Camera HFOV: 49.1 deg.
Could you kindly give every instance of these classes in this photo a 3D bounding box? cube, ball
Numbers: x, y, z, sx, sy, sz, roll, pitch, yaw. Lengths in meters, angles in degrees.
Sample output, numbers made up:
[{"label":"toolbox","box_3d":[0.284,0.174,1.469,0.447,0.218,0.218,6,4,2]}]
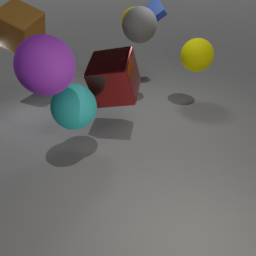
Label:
[{"label":"cube","box_3d":[1.333,-5.538,13.192,0.700,0.700,0.700,-30,-8,17]},{"label":"cube","box_3d":[-4.202,-3.887,10.922,1.400,1.400,1.400,27,54,3]},{"label":"ball","box_3d":[0.466,-4.130,11.230,1.400,1.400,1.400,0,29,0]},{"label":"ball","box_3d":[-1.938,-1.464,6.569,1.400,1.400,1.400,0,29,0]},{"label":"ball","box_3d":[2.967,-3.137,12.051,1.400,1.400,1.400,0,29,0]},{"label":"ball","box_3d":[0.351,-5.262,13.885,1.400,1.400,1.400,0,29,0]},{"label":"cube","box_3d":[-0.459,-1.668,9.296,1.400,1.400,1.400,-3,46,16]},{"label":"ball","box_3d":[-1.659,-0.648,8.569,1.400,1.400,1.400,0,29,0]}]
